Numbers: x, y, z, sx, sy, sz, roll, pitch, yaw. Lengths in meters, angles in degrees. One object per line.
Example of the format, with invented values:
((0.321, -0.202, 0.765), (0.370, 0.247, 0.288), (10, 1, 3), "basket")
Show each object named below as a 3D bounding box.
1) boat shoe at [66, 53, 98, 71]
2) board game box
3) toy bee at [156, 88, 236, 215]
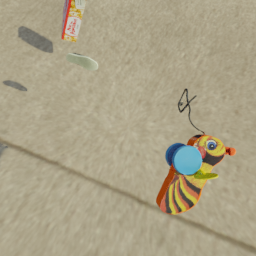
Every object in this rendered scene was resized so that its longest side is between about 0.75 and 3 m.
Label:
((-1.047, -1.567, 6.536), (0.797, 0.297, 0.248), (20, 27, 8), "boat shoe")
((-0.909, -2.291, 4.873), (0.285, 1.230, 0.932), (7, 51, -19), "board game box")
((0.807, 0.349, 3.090), (0.721, 1.327, 0.869), (14, 22, -5), "toy bee")
